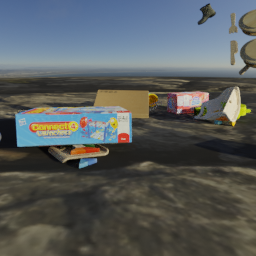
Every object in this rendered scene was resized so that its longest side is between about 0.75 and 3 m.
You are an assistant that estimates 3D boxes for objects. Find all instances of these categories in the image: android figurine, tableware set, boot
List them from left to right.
[{"bbox_3d":[3.297,-4.971,12.185,0.926,0.605,0.314,-28,35,40],"label":"boot"},{"bbox_3d":[4.174,-0.747,12.379,2.317,0.476,2.109,-5,13,-7],"label":"android figurine"},{"bbox_3d":[3.752,-2.523,7.984,1.621,0.491,2.452,-2,53,24],"label":"tableware set"}]

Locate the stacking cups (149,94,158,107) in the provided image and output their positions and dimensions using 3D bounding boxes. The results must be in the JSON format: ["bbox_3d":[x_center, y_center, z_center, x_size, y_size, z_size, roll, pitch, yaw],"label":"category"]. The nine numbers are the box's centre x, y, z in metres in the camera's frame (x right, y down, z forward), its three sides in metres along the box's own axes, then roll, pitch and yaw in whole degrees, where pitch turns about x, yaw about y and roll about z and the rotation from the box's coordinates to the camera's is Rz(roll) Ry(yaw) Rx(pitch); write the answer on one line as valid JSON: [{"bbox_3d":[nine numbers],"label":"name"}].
[{"bbox_3d":[1.174,-1.638,16.136,0.702,0.702,2.320,-1,8,-5],"label":"stacking cups"}]

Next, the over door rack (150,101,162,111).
[{"bbox_3d":[1.112,-1.089,14.291,1.099,0.366,0.812,-9,8,27],"label":"over door rack"}]

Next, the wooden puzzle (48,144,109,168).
[{"bbox_3d":[-1.333,0.553,7.403,1.373,0.238,2.035,-11,17,-39],"label":"wooden puzzle"}]

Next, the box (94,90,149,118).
[{"bbox_3d":[-0.291,-1.132,12.874,2.495,0.265,2.039,2,38,3],"label":"box"}]

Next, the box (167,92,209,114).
[{"bbox_3d":[2.888,-1.252,13.542,1.854,0.951,0.878,-7,15,-23],"label":"box"}]

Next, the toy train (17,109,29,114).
[{"bbox_3d":[-3.968,-0.623,12.328,1.856,0.317,0.425,1,25,0],"label":"toy train"}]

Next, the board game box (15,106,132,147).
[{"bbox_3d":[-1.530,-0.157,8.470,2.900,0.828,2.962,-2,7,-9],"label":"board game box"}]

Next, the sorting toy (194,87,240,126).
[{"bbox_3d":[3.497,-0.727,11.163,1.577,0.936,1.752,-2,37,40],"label":"sorting toy"}]
